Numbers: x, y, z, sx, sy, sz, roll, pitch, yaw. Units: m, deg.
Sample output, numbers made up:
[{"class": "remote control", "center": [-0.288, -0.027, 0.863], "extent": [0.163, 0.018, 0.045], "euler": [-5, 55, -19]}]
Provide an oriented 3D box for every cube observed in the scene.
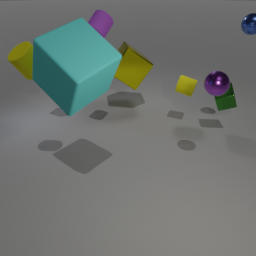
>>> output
[{"class": "cube", "center": [3.707, -1.187, 10.716], "extent": [0.700, 0.700, 0.700], "euler": [-12, 49, 21]}, {"class": "cube", "center": [-1.246, -1.424, 6.626], "extent": [1.400, 1.400, 1.400], "euler": [45, 57, 8]}, {"class": "cube", "center": [0.077, -2.815, 12.624], "extent": [1.400, 1.400, 1.400], "euler": [30, 19, -22]}]

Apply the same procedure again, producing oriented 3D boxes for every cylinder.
[{"class": "cylinder", "center": [-2.559, -1.716, 7.167], "extent": [0.700, 0.700, 0.700], "euler": [-16, 49, 19]}, {"class": "cylinder", "center": [-0.929, -3.304, 9.051], "extent": [0.700, 0.700, 0.700], "euler": [19, 73, 31]}, {"class": "cylinder", "center": [2.355, -1.700, 11.327], "extent": [0.700, 0.700, 0.700], "euler": [22, 33, 10]}]

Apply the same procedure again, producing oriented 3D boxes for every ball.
[{"class": "ball", "center": [4.197, -3.510, 9.469], "extent": [0.700, 0.700, 0.700], "euler": [0, 28, 0]}, {"class": "ball", "center": [2.491, -1.246, 7.853], "extent": [0.700, 0.700, 0.700], "euler": [0, 28, 0]}]
